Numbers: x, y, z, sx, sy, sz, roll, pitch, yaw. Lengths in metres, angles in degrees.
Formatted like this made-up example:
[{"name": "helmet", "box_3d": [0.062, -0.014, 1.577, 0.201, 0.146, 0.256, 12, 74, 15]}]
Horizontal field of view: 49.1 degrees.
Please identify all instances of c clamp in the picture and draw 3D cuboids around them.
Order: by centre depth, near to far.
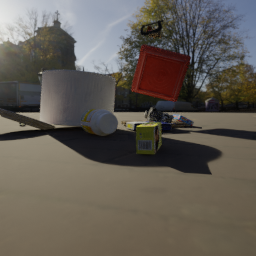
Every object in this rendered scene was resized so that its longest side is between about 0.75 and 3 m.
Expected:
[{"name": "c clamp", "box_3d": [0.911, -3.875, 10.672, 0.975, 0.833, 0.132, -17, -29, 9]}]

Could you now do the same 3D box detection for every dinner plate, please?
[{"name": "dinner plate", "box_3d": [-3.921, -0.302, 10.534, 2.375, 0.288, 2.375, 17, -8, 2]}]

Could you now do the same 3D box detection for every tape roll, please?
[{"name": "tape roll", "box_3d": [-2.055, -1.121, 11.623, 3.030, 2.080, 3.030, 4, 1, 0]}]

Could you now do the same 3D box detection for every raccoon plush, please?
[{"name": "raccoon plush", "box_3d": [1.363, -0.523, 12.109, 0.997, 0.720, 1.488, 15, 18, -12]}]

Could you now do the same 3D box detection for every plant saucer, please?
[{"name": "plant saucer", "box_3d": [1.611, -2.654, 14.147, 2.532, 2.537, 0.466, 14, 29, -1]}]

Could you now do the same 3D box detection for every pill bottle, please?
[{"name": "pill bottle", "box_3d": [-0.888, -0.180, 8.727, 0.815, 0.815, 1.445, -2, 4, -28]}]

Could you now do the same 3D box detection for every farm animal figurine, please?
[{"name": "farm animal figurine", "box_3d": [1.129, -4.054, 12.104, 0.720, 0.448, 0.892, 18, 8, 11]}]

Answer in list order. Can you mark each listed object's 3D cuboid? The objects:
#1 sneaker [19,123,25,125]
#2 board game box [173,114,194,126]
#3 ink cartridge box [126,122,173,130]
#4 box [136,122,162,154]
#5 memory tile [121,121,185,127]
[{"name": "sneaker", "box_3d": [-5.277, -0.366, 13.998, 0.311, 0.417, 0.928, -2, 4, -21]}, {"name": "board game box", "box_3d": [2.592, -0.372, 13.301, 0.783, 0.223, 0.800, 25, -3, -18]}, {"name": "ink cartridge box", "box_3d": [0.828, -0.067, 10.627, 1.479, 0.352, 1.497, 0, 6, -15]}, {"name": "box", "box_3d": [0.466, 0.175, 5.795, 0.367, 0.552, 1.466, 0, 5, 11]}, {"name": "memory tile", "box_3d": [1.111, -0.195, 13.020, 2.730, 0.229, 2.093, 0, 4, -11]}]
